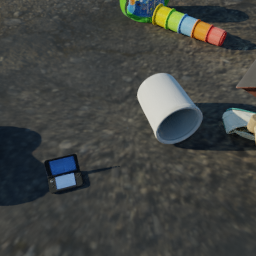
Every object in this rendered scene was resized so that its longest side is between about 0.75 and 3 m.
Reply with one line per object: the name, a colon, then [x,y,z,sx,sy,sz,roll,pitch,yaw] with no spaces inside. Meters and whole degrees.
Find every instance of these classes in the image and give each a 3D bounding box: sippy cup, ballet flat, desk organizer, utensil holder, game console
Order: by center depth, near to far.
desk organizer: [2.804,-0.797,4.470,1.105,1.030,2.871,33,12,3]
game console: [-1.600,1.129,6.951,0.833,0.493,0.711,-13,50,-10]
ballet flat: [3.927,0.022,7.804,2.513,0.872,0.872,7,49,12]
utensil holder: [1.117,-0.582,7.883,1.355,1.355,1.594,-13,48,-11]
sippy cup: [0.828,-5.759,12.097,1.799,1.679,2.291,17,51,13]

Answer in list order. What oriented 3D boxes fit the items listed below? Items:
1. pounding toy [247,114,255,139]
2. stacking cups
pounding toy: [3.856,0.717,6.910,2.073,1.080,2.360,-25,54,-20]
stacking cups: [2.468,-4.077,11.317,2.977,0.901,0.901,30,55,17]
